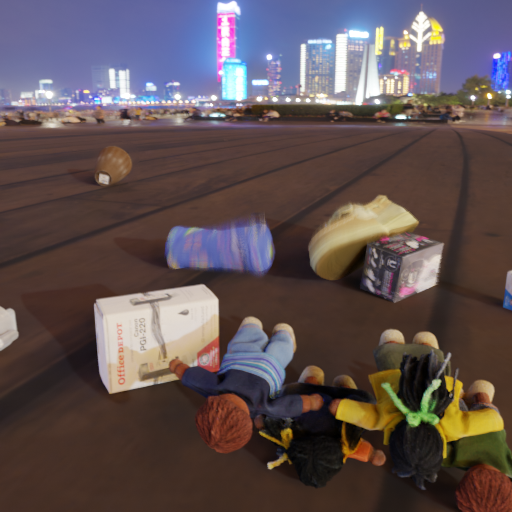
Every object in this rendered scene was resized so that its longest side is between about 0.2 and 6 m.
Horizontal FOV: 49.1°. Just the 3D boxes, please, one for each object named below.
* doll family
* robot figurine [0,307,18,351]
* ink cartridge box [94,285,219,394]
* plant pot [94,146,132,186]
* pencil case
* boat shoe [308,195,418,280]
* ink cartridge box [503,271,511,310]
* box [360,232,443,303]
[{"bbox_3d":[0.706,1.157,4.199,2.757,1.082,1.593,-1,20,14],"label":"doll family"},{"bbox_3d":[-2.954,0.849,5.957,0.782,0.521,0.922,0,16,12],"label":"robot figurine"},{"bbox_3d":[-0.974,0.801,5.564,1.141,0.831,0.484,-7,18,-22],"label":"ink cartridge box"},{"bbox_3d":[-4.500,-2.627,17.181,1.071,1.071,1.146,2,36,6],"label":"plant pot"},{"bbox_3d":[-0.588,-0.126,8.558,1.752,0.683,0.761,0,-3,30],"label":"pencil case"},{"bbox_3d":[1.560,-0.414,8.714,0.922,1.069,2.932,50,37,17],"label":"boat shoe"},{"bbox_3d":[3.625,0.523,7.075,0.298,0.515,0.887,-10,19,-31],"label":"ink cartridge box"},{"bbox_3d":[2.087,0.148,7.985,1.079,0.713,0.619,-14,27,-41],"label":"box"}]
